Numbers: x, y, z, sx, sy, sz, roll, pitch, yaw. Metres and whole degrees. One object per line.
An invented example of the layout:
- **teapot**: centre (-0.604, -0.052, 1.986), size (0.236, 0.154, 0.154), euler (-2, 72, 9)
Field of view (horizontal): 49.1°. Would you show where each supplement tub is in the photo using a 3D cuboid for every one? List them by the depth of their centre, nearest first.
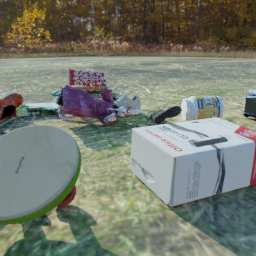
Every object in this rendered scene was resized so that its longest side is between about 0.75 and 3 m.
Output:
- **supplement tub**: centre (2.949, -0.752, 11.225), size (1.451, 1.050, 1.050), euler (-2, 18, -5)

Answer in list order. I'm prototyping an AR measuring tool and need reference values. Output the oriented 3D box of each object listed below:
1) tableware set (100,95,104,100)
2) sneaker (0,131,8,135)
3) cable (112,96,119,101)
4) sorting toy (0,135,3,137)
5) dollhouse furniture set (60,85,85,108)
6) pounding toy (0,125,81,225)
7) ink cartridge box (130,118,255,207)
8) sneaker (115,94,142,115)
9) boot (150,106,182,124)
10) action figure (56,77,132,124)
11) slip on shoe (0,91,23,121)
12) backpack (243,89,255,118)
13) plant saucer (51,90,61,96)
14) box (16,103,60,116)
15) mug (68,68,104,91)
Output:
- **tableware set**: centre (-1.173, -1.263, 13.836), size (1.305, 0.396, 1.975), euler (1, 18, 4)
- **sneaker**: centre (-3.951, 0.430, 8.289), size (1.683, 0.660, 0.668), euler (12, 23, 5)
- **cable**: centre (-0.707, -1.548, 14.474), size (0.908, 0.283, 1.113), euler (13, 9, -16)
- **sorting toy**: centre (-3.829, 0.358, 7.326), size (2.052, 0.842, 1.233), euler (17, 55, 9)
- **dollhouse furniture set**: centre (-2.352, -1.354, 13.039), size (1.060, 1.066, 1.513), euler (-11, 20, -31)
- **pounding toy**: centre (-1.977, 1.294, 5.293), size (2.096, 1.260, 2.716), euler (18, 51, 26)
- **ink cartridge box**: centre (1.674, 0.643, 6.777), size (2.761, 1.156, 1.992), euler (-8, 20, -24)
- **sneaker**: centre (-0.372, -1.028, 12.277), size (2.010, 0.925, 0.761), euler (-7, 19, -20)
- **boot**: centre (1.491, -0.633, 11.332), size (1.237, 0.432, 0.814), euler (-23, 20, -3)
- **action figure**: centre (-1.315, -0.681, 11.157), size (2.992, 2.228, 2.004), euler (12, 54, -11)
- **slip on shoe**: centre (-5.173, -0.859, 11.944), size (0.906, 1.097, 2.962), euler (31, 13, -5)
- **backpack**: centre (5.766, -0.881, 11.201), size (1.791, 1.205, 1.635), euler (5, 8, 2)
- **plant saucer**: centre (-4.205, -2.117, 16.937), size (0.410, 0.111, 1.173), euler (4, 19, 10)
- **box**: centre (-4.018, -0.861, 12.739), size (1.759, 0.320, 1.270), euler (-4, 18, -7)
- **mug**: centre (-2.685, -3.025, 17.679), size (2.170, 1.448, 1.926), euler (-1, 20, -15)
